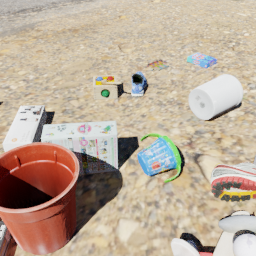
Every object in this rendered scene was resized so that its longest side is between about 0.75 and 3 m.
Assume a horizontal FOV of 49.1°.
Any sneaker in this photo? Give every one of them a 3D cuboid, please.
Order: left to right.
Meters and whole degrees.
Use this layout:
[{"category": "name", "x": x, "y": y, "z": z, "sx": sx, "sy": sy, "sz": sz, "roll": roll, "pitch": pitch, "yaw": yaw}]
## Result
[{"category": "sneaker", "x": 0.555, "y": -2.333, "z": 13.689, "sx": 0.769, "sy": 0.872, "sz": 1.957, "roll": 2, "pitch": 36, "yaw": 3}, {"category": "sneaker", "x": 3.881, "y": 1.484, "z": 8.305, "sx": 2.809, "sy": 1.093, "sz": 1.154, "roll": 5, "pitch": 36, "yaw": 6}]

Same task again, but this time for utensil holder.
[{"category": "utensil holder", "x": 3.661, "y": -1.276, "z": 11.761, "sx": 1.762, "sy": 1.497, "sz": 1.497, "roll": -26, "pitch": 44, "yaw": -27}]

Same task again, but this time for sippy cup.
[{"category": "sippy cup", "x": 0.941, "y": 0.970, "z": 9.072, "sx": 1.108, "sy": 1.187, "sz": 1.512, "roll": -24, "pitch": 32, "yaw": -13}]

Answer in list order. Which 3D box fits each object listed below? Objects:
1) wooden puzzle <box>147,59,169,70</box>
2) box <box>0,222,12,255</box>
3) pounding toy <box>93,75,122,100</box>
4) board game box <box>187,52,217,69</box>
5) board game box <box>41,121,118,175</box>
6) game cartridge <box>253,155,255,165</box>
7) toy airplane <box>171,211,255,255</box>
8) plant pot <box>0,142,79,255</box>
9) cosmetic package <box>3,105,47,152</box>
[{"category": "wooden puzzle", "x": 1.721, "y": -3.569, "z": 16.012, "sx": 1.553, "sy": 0.109, "sz": 0.921, "roll": -29, "pitch": 45, "yaw": -34}, {"category": "box", "x": -3.729, "y": 3.127, "z": 6.598, "sx": 1.467, "sy": 0.448, "sz": 1.852, "roll": -1, "pitch": 36, "yaw": -1}, {"category": "pounding toy", "x": -0.963, "y": -1.971, "z": 13.080, "sx": 1.297, "sy": 1.002, "sz": 1.409, "roll": -3, "pitch": 36, "yaw": -3}, {"category": "board game box", "x": 4.324, "y": -3.971, "z": 16.383, "sx": 1.061, "sy": 0.314, "sz": 1.395, "roll": -30, "pitch": 46, "yaw": -34}, {"category": "board game box", "x": -1.449, "y": 0.673, "z": 8.906, "sx": 2.235, "sy": 1.649, "sz": 0.718, "roll": -3, "pitch": 39, "yaw": -6}, {"category": "game cartridge", "x": 4.946, "y": 1.272, "z": 9.321, "sx": 1.416, "sy": 0.272, "sz": 0.918, "roll": 19, "pitch": 44, "yaw": 24}, {"category": "toy airplane", "x": 2.149, "y": 2.840, "z": 5.735, "sx": 2.695, "sy": 1.910, "sz": 2.707, "roll": -6, "pitch": 31, "yaw": -15}, {"category": "plant pot", "x": -2.183, "y": 1.849, "z": 6.937, "sx": 2.177, "sy": 2.117, "sz": 2.177, "roll": 0, "pitch": 36, "yaw": 0}, {"category": "cosmetic package", "x": -3.860, "y": 0.015, "z": 10.693, "sx": 1.026, "sy": 0.629, "sz": 2.485, "roll": -3, "pitch": 36, "yaw": -3}]
